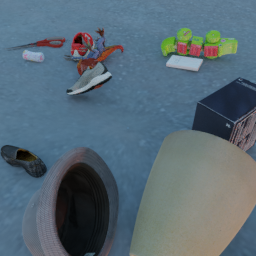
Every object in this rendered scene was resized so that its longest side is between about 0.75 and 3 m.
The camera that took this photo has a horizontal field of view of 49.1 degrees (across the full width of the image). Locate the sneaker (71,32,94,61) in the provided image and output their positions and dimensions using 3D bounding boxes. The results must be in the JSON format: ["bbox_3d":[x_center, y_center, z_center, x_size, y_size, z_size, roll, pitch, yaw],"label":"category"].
[{"bbox_3d":[-1.830,-3.482,11.303,0.778,0.858,2.022,2,40,2],"label":"sneaker"}]

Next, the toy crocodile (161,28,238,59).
[{"bbox_3d":[2.735,-3.180,10.895,2.872,0.969,0.887,9,56,14],"label":"toy crocodile"}]

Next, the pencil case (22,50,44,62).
[{"bbox_3d":[-3.664,-2.787,10.866,0.818,0.371,0.340,13,2,13],"label":"pencil case"}]

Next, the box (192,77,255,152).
[{"bbox_3d":[2.367,-0.066,6.626,1.654,1.667,1.028,-30,49,-31],"label":"box"}]

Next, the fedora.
[{"bbox_3d":[-1.074,1.500,5.026,0.999,1.957,2.213,-19,36,25],"label":"fedora"}]

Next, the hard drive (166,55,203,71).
[{"bbox_3d":[2.146,-2.467,10.598,1.196,0.160,0.789,14,42,22],"label":"hard drive"}]

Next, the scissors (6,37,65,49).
[{"bbox_3d":[-3.965,-3.632,12.065,2.501,0.174,0.915,-7,43,-6],"label":"scissors"}]

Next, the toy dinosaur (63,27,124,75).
[{"bbox_3d":[-1.170,-2.700,10.319,2.248,1.181,2.040,14,65,-16],"label":"toy dinosaur"}]

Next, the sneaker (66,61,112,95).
[{"bbox_3d":[-1.253,-1.472,8.600,1.647,0.653,0.609,-23,4,27],"label":"sneaker"}]

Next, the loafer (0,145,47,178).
[{"bbox_3d":[-2.527,0.660,6.675,1.394,0.504,0.507,19,45,22],"label":"loafer"}]

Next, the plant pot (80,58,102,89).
[{"bbox_3d":[-1.254,-1.859,9.422,0.835,0.812,0.835,0,40,0],"label":"plant pot"}]

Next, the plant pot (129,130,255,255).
[{"bbox_3d":[0.981,1.478,4.833,2.005,2.005,2.140,23,58,25],"label":"plant pot"}]
